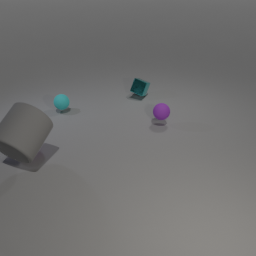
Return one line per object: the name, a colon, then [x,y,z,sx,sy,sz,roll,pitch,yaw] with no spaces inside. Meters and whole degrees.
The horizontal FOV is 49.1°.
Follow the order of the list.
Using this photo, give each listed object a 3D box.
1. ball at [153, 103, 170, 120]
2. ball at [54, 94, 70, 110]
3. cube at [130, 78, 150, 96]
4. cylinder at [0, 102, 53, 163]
ball: [1.368,-0.670,11.441,0.700,0.700,0.700,0,29,0]
ball: [-2.985,-1.170,12.590,0.700,0.700,0.700,0,29,0]
cube: [0.619,-2.061,14.077,0.700,0.700,0.700,24,16,14]
cylinder: [-3.271,0.157,8.679,1.400,1.400,1.400,12,59,21]
